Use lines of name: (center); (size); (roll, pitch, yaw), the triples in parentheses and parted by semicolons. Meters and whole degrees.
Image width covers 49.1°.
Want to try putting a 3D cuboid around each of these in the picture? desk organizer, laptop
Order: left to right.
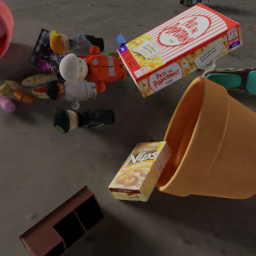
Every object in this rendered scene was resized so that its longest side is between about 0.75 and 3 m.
desk organizer: (-1.357, 2.135, 6.136); (0.680, 0.633, 1.766); (36, 54, 29)
laptop: (-0.059, -3.830, 12.527); (0.831, 0.481, 0.778); (11, 45, 11)

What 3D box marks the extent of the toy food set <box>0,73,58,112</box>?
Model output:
toy food set: (-3.665, -1.164, 9.704); (2.479, 0.390, 1.576); (-9, 46, -3)

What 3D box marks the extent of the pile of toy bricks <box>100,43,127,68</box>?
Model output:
pile of toy bricks: (-0.403, -2.453, 10.779); (2.126, 1.180, 1.050); (-11, 72, -20)

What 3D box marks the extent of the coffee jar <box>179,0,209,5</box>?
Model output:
coffee jar: (3.817, -7.641, 16.268); (1.717, 0.732, 0.895); (4, 76, 4)

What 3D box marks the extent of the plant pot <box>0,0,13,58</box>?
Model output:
plant pot: (-6.060, -4.299, 11.656); (2.769, 2.769, 2.450); (-4, 33, -4)

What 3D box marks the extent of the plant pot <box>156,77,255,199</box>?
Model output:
plant pot: (2.049, 0.455, 6.614); (1.960, 2.800, 2.800); (21, 45, -2)

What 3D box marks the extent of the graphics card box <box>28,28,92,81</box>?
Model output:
graphics card box: (-2.586, -2.706, 10.645); (2.398, 1.504, 0.610); (29, 8, 27)

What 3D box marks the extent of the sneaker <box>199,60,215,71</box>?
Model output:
sneaker: (2.642, -2.913, 11.295); (1.834, 0.844, 0.694); (12, 44, 13)

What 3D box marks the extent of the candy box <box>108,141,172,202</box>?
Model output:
candy box: (0.347, 1.055, 7.103); (0.965, 0.462, 1.672); (-7, 35, 39)

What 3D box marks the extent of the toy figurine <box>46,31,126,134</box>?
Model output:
toy figurine: (-1.476, -1.398, 8.398); (1.827, 2.626, 2.586); (-7, 42, -28)

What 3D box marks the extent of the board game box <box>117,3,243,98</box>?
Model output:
board game box: (0.973, -1.695, 5.901); (2.164, 0.501, 1.639); (-28, 39, 3)

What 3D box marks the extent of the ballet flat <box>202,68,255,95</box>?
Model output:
ballet flat: (4.167, -1.804, 10.113); (2.902, 0.984, 1.093); (8, 35, 14)
